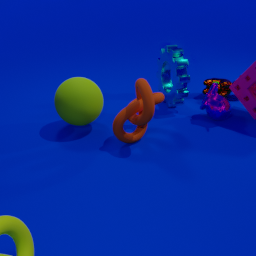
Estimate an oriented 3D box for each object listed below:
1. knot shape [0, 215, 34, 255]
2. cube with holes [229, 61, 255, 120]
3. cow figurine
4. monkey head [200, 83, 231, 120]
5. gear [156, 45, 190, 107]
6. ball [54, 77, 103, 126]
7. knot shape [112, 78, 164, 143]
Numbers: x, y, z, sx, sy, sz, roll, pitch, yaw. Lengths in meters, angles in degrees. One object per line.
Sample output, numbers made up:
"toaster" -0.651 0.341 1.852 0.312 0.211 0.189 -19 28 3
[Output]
"knot shape" -1.535 1.693 3.234 1.421 0.657 1.330 24 47 -13
"cube with holes" 4.033 -1.192 8.079 1.229 1.229 1.229 -16 65 -36
"cow figurine" 3.453 -1.473 9.909 1.358 0.745 1.336 20 31 37
"monkey head" 2.674 -0.756 8.292 0.852 1.017 1.414 25 10 19
"gear" 1.412 -1.659 9.050 0.356 1.926 1.926 -8 30 -13
"ball" -1.333 -0.719 7.642 1.321 1.321 1.321 0 29 0
"knot shape" 0.341 -0.515 7.208 0.794 1.719 1.609 30 33 5
